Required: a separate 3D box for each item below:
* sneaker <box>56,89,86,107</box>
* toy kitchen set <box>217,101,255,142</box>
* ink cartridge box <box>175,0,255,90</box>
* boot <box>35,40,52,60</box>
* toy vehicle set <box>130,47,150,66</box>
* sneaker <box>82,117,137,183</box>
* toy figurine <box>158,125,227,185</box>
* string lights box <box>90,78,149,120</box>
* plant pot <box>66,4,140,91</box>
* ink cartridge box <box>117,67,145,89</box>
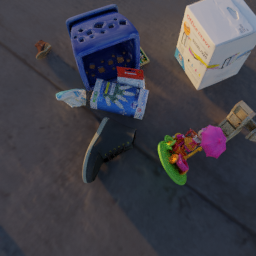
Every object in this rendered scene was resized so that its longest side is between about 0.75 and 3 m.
[{"bbox_3d":[-2.187,-1.179,11.171,0.660,1.725,0.697,-5,95,26],"label":"sneaker"},{"bbox_3d":[3.955,0.250,10.491,1.569,1.739,1.419,-33,70,-14],"label":"toy kitchen set"},{"bbox_3d":[3.522,-3.481,11.437,2.149,2.972,2.188,-23,68,-10],"label":"ink cartridge box"},{"bbox_3d":[-4.086,-3.643,13.025,0.803,0.349,0.965,33,71,26],"label":"boot"},{"bbox_3d":[0.402,-3.359,12.933,0.719,0.153,1.156,-26,69,-11],"label":"toy vehicle set"},{"bbox_3d":[-0.668,0.916,10.584,1.451,1.022,2.732,16,66,10],"label":"sneaker"},{"bbox_3d":[2.401,0.604,9.860,2.099,1.712,2.281,-32,23,25],"label":"toy figurine"},{"bbox_3d":[-0.345,-1.196,11.623,2.216,0.653,1.139,12,69,0],"label":"string lights box"},{"bbox_3d":[-1.075,-3.430,11.639,2.566,2.566,2.307,-21,66,-6],"label":"plant pot"},{"bbox_3d":[0.101,-1.929,11.578,1.135,1.397,0.399,10,72,10],"label":"ink cartridge box"}]
